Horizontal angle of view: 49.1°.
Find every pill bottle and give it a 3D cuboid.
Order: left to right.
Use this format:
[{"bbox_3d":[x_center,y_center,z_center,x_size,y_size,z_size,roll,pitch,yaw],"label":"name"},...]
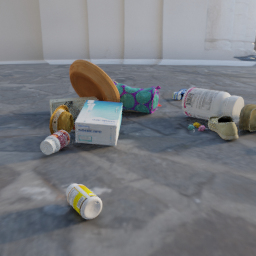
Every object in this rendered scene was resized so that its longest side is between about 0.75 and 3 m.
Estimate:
[{"bbox_3d":[-2.212,0.438,8.541,0.522,0.522,0.952,6,18,17],"label":"pill bottle"},{"bbox_3d":[-0.904,1.416,5.547,0.458,0.458,0.839,-12,22,-34],"label":"pill bottle"},{"bbox_3d":[3.495,-0.927,11.618,2.230,1.264,1.264,17,25,41],"label":"pill bottle"}]

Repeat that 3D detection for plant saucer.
[{"bbox_3d":[-1.624,-1.791,12.664,2.792,2.792,0.523,15,56,40],"label":"plant saucer"}]

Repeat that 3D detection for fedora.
[{"bbox_3d":[-2.149,-0.171,9.435,0.479,1.175,1.175,13,21,20],"label":"fedora"}]

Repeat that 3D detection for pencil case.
[{"bbox_3d":[0.045,-1.527,13.228,2.865,1.324,1.219,14,-1,22],"label":"pencil case"}]

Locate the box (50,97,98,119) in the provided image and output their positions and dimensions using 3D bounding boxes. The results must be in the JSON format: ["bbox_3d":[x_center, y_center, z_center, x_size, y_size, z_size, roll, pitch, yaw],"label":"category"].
[{"bbox_3d":[-2.332,-0.869,12.202,2.023,0.831,0.692,-8,18,-19],"label":"box"}]

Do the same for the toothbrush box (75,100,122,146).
[{"bbox_3d":[-0.944,-0.226,9.591,1.350,0.787,1.845,5,27,1],"label":"toothbrush box"}]

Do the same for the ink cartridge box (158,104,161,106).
[{"bbox_3d":[1.044,-1.433,14.812,1.134,0.398,1.395,-4,14,-13],"label":"ink cartridge box"}]

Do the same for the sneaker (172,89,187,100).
[{"bbox_3d":[3.101,-1.899,16.059,0.557,0.501,1.355,18,31,38],"label":"sneaker"}]

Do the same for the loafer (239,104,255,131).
[{"bbox_3d":[5.080,-0.444,10.575,2.606,0.991,0.879,-15,18,-39],"label":"loafer"}]

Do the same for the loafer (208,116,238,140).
[{"bbox_3d":[3.462,-0.146,10.144,0.736,0.664,1.945,-2,18,-5],"label":"loafer"}]

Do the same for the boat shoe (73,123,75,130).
[{"bbox_3d":[-1.587,-0.020,10.311,1.040,0.370,0.325,3,20,-7],"label":"boat shoe"}]

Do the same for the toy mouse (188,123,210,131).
[{"bbox_3d":[2.596,-0.027,10.586,0.904,0.175,0.803,10,20,29],"label":"toy mouse"}]
